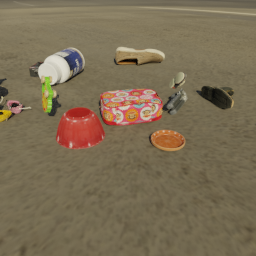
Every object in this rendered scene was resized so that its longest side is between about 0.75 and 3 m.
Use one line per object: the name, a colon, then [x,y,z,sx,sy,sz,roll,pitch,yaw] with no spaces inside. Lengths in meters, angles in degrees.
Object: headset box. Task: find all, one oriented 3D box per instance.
headset box: [-4.203,-2.867,13.792,0.923,0.479,1.240,4,28,7]

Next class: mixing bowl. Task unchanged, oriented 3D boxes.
mixing bowl: [-1.463,-0.107,8.459,1.519,0.823,1.519,-1,29,0]

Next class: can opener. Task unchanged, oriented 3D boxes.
can opener: [1.789,-0.974,10.558,0.601,0.479,1.796,-21,14,37]

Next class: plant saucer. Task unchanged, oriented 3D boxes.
plant saucer: [1.167,0.375,8.204,0.990,0.160,0.990,3,31,-2]

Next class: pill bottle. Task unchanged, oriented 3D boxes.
pill bottle: [-3.047,-2.807,12.861,1.278,1.278,2.302,10,31,17]

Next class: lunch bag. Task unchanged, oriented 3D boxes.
lunch bag: [0.052,-0.850,9.753,2.057,0.843,1.812,-5,29,-9]

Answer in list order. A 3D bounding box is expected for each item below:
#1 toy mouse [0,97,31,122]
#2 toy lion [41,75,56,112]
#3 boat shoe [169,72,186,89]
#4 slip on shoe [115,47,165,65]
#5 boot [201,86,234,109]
toy mouse: [-4.425,-0.656,9.914,1.831,0.354,1.627,-12,31,-21]
toy lion: [-2.541,-1.012,8.759,0.332,0.926,0.966,-3,57,-30]
boat shoe: [1.440,-1.313,7.824,0.268,0.305,0.857,9,-15,-13]
slip on shoe: [0.641,-3.763,15.161,2.664,1.013,0.807,7,69,-5]
boot: [3.816,-1.283,10.808,1.211,0.678,1.750,-5,30,-19]
